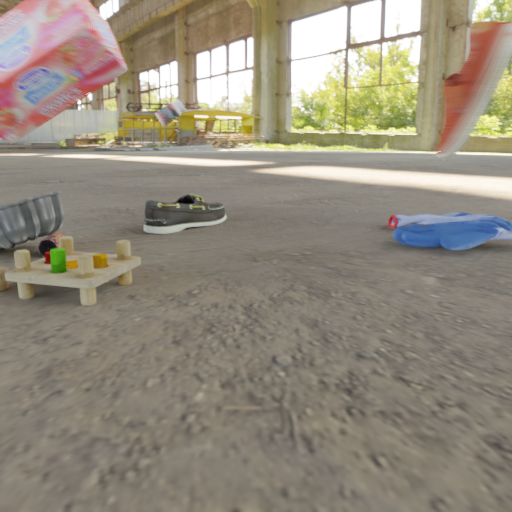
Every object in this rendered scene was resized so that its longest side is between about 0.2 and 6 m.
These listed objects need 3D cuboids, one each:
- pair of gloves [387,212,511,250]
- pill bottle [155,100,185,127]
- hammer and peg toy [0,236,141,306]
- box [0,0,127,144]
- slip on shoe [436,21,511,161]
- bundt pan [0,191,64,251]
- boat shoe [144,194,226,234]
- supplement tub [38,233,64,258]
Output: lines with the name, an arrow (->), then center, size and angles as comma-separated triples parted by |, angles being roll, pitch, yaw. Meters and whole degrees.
pair of gloves -> 4.591, -0.585, 12.878 | 2.982, 0.423, 3.709 | 0, 13, 9
pill bottle -> -2.149, -3.604, 14.075 | 0.693, 0.402, 0.402 | -36, 18, -2
hammer and peg toy -> -3.154, 0.150, 9.013 | 2.184, 0.770, 1.606 | 4, 14, 17
box -> -3.540, -3.091, 9.000 | 2.461, 1.165, 1.263 | -28, -22, 8
slip on shoe -> 4.026, -3.110, 10.714 | 0.894, 2.923, 1.083 | 26, 52, 15
bundt pan -> -4.834, -0.608, 11.265 | 2.133, 0.801, 2.133 | -19, 8, 3
boat shoe -> -1.726, -1.157, 14.291 | 0.961, 0.812, 2.697 | 10, 17, 36
supplement tub -> -4.085, -0.230, 11.343 | 0.415, 0.415, 0.777 | 0, 14, -1
